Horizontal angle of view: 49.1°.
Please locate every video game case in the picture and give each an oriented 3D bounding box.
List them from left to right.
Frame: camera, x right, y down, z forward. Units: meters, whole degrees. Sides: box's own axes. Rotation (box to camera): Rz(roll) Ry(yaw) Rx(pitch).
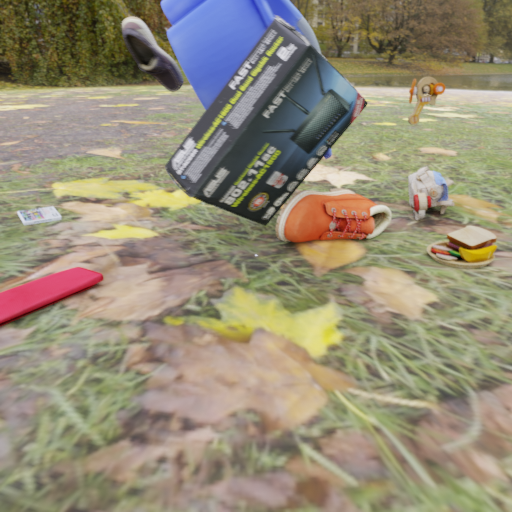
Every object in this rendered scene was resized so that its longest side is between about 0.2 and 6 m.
[{"bbox_3d":[-5.351,-0.990,13.820,0.872,0.110,0.957,-12,26,-28],"label":"video game case"}]

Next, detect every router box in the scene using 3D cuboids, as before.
[{"bbox_3d":[0.197,-1.755,8.010,0.790,2.542,1.905,49,19,31],"label":"router box"}]

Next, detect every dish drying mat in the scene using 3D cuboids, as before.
[{"bbox_3d":[-3.842,0.715,9.424,0.956,0.226,2.488,15,27,34],"label":"dish drying mat"}]

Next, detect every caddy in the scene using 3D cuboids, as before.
[{"bbox_3d":[0.119,-3.733,11.286,2.444,4.656,3.292,-26,44,9],"label":"caddy"}]

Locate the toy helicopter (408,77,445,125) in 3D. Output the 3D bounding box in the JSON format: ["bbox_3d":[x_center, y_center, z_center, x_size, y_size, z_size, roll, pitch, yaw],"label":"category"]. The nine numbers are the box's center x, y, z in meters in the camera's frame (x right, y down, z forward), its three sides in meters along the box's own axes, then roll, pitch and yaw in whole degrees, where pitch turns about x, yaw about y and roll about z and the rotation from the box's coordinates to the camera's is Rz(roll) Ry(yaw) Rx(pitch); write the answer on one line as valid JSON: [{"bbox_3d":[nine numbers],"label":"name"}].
[{"bbox_3d":[3.524,-3.343,12.051,0.693,1.048,0.413,20,10,-15],"label":"toy helicopter"}]

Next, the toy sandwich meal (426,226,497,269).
[{"bbox_3d":[4.175,-0.193,11.294,1.444,0.495,1.444,0,22,0],"label":"toy sandwich meal"}]

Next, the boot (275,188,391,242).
[{"bbox_3d":[1.731,-0.806,12.209,2.835,1.064,1.520,-18,33,-40],"label":"boot"}]

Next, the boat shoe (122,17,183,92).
[{"bbox_3d":[-1.952,-3.630,10.415,0.578,1.608,0.521,-10,51,25],"label":"boat shoe"}]

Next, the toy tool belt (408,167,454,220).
[{"bbox_3d":[4.454,-1.601,13.981,1.147,1.166,1.867,-5,21,11],"label":"toy tool belt"}]
